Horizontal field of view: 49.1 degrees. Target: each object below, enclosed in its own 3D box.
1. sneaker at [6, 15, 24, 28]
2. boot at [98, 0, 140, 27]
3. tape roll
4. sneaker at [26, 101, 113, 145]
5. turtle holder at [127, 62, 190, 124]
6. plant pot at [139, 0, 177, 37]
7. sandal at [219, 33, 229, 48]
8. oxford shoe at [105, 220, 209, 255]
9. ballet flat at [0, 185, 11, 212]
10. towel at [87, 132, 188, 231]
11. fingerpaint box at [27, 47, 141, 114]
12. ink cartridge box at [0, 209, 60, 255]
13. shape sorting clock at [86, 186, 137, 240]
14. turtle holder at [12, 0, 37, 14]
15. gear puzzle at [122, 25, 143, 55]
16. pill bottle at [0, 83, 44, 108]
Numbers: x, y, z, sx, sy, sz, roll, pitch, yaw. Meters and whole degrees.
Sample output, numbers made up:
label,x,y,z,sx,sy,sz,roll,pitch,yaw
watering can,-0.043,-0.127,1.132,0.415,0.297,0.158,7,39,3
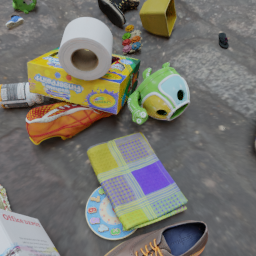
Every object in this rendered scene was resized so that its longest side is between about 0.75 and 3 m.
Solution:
label,x,y,z,sx,sy,sz,roll,pitch,yaw
sneaker,-4.832,-4.480,11.740,0.449,0.310,0.807,40,59,19
boot,-0.212,-5.243,12.057,1.594,0.775,2.117,-25,52,-17
tape roll,-1.041,-1.982,7.080,1.305,1.305,0.896,1,50,1
sneaker,-1.662,-0.267,8.370,2.753,1.062,1.005,-15,36,-29
turtle holder,0.948,-0.941,8.207,1.394,1.491,1.963,51,34,18
plant pot,1.135,-4.449,11.021,1.197,1.170,1.163,10,63,22
sandal,3.776,-3.513,11.086,0.362,0.230,0.963,1,54,1
oxford shoe,0.437,2.661,6.029,2.835,1.033,1.011,-21,56,-15
ballet flat,-3.319,1.828,6.934,0.703,0.594,1.859,-35,60,-23
towel,0.174,1.232,7.309,1.873,0.297,2.608,-13,51,-23
fingerpaint box,-1.248,-1.666,8.736,2.788,1.023,2.326,15,33,11
ink cartridge box,-2.179,2.987,5.179,1.672,1.680,2.290,-41,61,-6
shape sorting clock,-0.329,2.015,6.981,1.474,0.289,1.474,0,53,0
turtle holder,-4.516,-5.575,12.291,0.917,1.207,0.857,21,50,-25
gear puzzle,0.126,-3.557,10.907,0.812,0.205,1.568,-14,55,16
pill bottle,-3.428,-1.048,8.941,1.310,0.762,0.762,-5,54,-6
